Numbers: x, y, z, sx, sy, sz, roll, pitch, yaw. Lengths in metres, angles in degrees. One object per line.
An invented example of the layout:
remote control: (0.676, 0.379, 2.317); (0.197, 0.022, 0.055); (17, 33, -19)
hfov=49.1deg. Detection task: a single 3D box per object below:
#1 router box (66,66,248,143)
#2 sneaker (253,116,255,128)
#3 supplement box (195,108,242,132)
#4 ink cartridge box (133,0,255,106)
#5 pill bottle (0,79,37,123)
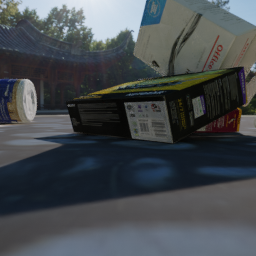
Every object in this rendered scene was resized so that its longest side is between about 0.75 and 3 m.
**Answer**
router box: (0.416, -0.461, 4.963); (2.006, 0.666, 2.551); (-23, 17, -38)
sneaker: (3.541, -0.204, 5.960); (1.490, 0.527, 0.739); (-3, 6, 38)
supplement box: (1.651, -0.205, 5.786); (1.131, 0.485, 0.624); (-1, 13, -11)
ink cartridge box: (1.403, -1.572, 5.564); (0.873, 1.516, 2.617); (-25, 56, -36)
pill bottle: (-5.136, -1.008, 10.525); (2.971, 1.648, 1.648); (0, 3, 0)
